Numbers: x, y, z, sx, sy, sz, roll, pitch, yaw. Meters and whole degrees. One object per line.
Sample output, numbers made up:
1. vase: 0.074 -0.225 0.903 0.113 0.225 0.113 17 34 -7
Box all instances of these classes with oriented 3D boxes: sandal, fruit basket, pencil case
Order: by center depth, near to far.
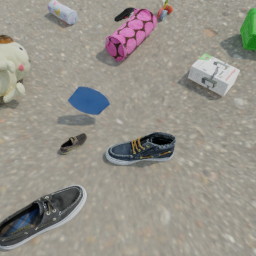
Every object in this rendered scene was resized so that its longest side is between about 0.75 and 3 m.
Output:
1. pencil case: 0.078 -3.623 10.699 1.099 1.065 2.346 45 58 -13
2. fruit basket: 5.530 -3.997 10.740 2.290 1.652 2.290 -1 73 4
3. pencil case: -2.748 -4.903 11.834 1.393 0.579 0.632 35 40 21
4. sandal: -0.136 -4.866 12.063 1.002 0.226 0.376 -35 56 -5

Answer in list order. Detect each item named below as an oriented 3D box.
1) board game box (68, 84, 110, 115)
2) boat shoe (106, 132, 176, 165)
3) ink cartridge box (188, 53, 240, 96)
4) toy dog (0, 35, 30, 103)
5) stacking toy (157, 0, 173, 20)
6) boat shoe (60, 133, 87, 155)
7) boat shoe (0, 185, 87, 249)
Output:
1. board game box: -1.155 -0.888 8.495 1.070 1.354 0.264 27 56 -21
2. boat shoe: 0.349 0.511 7.910 1.983 0.900 0.702 -3 56 -2
3. ink cartridge box: 2.959 -1.857 9.670 1.394 0.586 1.014 32 55 19
4. toy dog: -4.416 -1.729 9.115 2.671 1.922 2.755 19 53 40
5. stacking toy: 1.650 -5.071 11.805 0.415 0.890 0.983 29 58 5
6. boat shoe: -1.601 0.436 8.307 0.910 0.334 0.339 -38 64 -23
7. boat shoe: -2.144 2.073 6.899 2.396 0.794 0.838 -25 59 -16
